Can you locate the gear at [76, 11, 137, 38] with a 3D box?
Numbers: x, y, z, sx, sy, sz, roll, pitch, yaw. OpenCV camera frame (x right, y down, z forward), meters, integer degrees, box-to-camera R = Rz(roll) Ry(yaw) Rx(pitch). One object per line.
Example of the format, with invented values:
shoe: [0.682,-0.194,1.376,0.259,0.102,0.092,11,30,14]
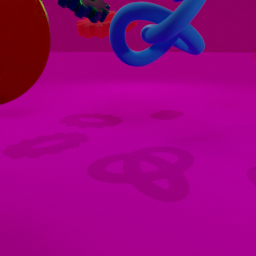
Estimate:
gear: [-0.640,-3.126,8.384,1.754,0.324,1.754,-7,34,5]

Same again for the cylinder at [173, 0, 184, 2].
cylinder: [1.773,-4.722,9.259,0.811,0.811,0.811,-19,31,11]

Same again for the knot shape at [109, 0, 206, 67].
knot shape: [0.546,-1.799,5.286,1.811,0.894,1.935,-11,-8,4]

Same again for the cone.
cone: [-1.767,-1.279,3.277,1.576,1.576,1.582,-5,32,-16]

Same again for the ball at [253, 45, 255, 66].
ball: [2.705,-1.287,4.750,1.053,1.053,1.053,0,16,0]

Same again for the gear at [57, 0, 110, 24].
gear: [-1.205,-3.150,6.612,1.668,0.309,1.668,28,35,-21]
